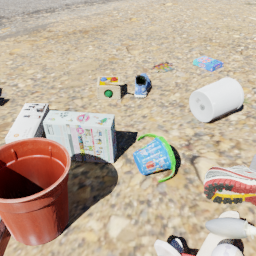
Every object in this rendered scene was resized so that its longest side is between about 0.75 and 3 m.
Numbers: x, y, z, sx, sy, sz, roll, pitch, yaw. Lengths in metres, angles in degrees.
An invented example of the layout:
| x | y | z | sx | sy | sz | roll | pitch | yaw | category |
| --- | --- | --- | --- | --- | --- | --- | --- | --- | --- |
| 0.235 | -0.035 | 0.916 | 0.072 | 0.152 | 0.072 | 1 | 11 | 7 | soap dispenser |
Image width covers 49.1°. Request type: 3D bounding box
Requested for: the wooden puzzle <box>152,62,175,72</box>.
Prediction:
| x | y | z | sx | sy | sz | roll | pitch | yaw | category |
| --- | --- | --- | --- | --- | --- | --- | --- | --- | --- |
| 2.059 | -3.469 | 16.143 | 1.553 | 0.109 | 0.921 | -26 | 43 | -32 | wooden puzzle |

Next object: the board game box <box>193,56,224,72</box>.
| x | y | z | sx | sy | sz | roll | pitch | yaw | category |
| --- | --- | --- | --- | --- | --- | --- | --- | --- | --- |
| 4.688 | -3.781 | 16.397 | 1.061 | 0.314 | 1.395 | -27 | 44 | -32 | board game box |

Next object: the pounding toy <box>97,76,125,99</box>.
| x | y | z | sx | sy | sz | roll | pitch | yaw | category |
| --- | --- | --- | --- | --- | --- | --- | --- | --- | --- |
| -0.810 | -1.987 | 13.328 | 1.297 | 1.002 | 1.409 | -1 | 36 | -1 | pounding toy |

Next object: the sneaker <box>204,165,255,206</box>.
| x | y | z | sx | sy | sz | roll | pitch | yaw | category |
| --- | --- | --- | --- | --- | --- | --- | --- | --- | --- |
| 3.689 | 1.589 | 8.311 | 2.809 | 1.093 | 1.154 | 7 | 35 | 8 | sneaker |

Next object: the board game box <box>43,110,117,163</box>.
| x | y | z | sx | sy | sz | roll | pitch | yaw | category |
| --- | --- | --- | --- | --- | --- | --- | --- | --- | --- |
| -1.560 | 0.319 | 9.533 | 2.235 | 1.649 | 0.718 | 4 | 39 | 7 | board game box |

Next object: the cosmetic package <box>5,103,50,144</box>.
| x | y | z | sx | sy | sz | roll | pitch | yaw | category |
| --- | --- | --- | --- | --- | --- | --- | --- | --- | --- |
| -3.880 | -0.119 | 11.065 | 1.026 | 0.629 | 2.485 | -1 | 36 | 0 | cosmetic package |

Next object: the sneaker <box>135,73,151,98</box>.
| x | y | z | sx | sy | sz | roll | pitch | yaw | category |
| --- | --- | --- | --- | --- | --- | --- | --- | --- | --- |
| 0.746 | -2.292 | 13.869 | 0.769 | 0.872 | 1.957 | 4 | 35 | 5 | sneaker |

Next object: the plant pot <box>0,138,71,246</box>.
| x | y | z | sx | sy | sz | roll | pitch | yaw | category |
| --- | --- | --- | --- | --- | --- | --- | --- | --- | --- |
| -2.441 | 1.739 | 7.223 | 2.177 | 2.117 | 2.177 | 0 | 36 | 0 | plant pot |

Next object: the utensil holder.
| x | y | z | sx | sy | sz | roll | pitch | yaw | category |
| --- | --- | --- | --- | --- | --- | --- | --- | --- | --- |
| 3.705 | -1.164 | 11.814 | 1.762 | 1.497 | 1.497 | -24 | 42 | -25 | utensil holder |

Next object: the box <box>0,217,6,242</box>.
| x | y | z | sx | sy | sz | roll | pitch | yaw | category |
| --- | --- | --- | --- | --- | --- | --- | --- | --- | --- |
| -4.043 | 2.961 | 6.947 | 1.467 | 0.448 | 1.852 | 1 | 35 | 1 | box |

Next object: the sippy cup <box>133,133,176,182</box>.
| x | y | z | sx | sy | sz | roll | pitch | yaw | category |
| --- | --- | --- | --- | --- | --- | --- | --- | --- | --- |
| 0.806 | 0.983 | 9.217 | 1.108 | 1.187 | 1.512 | -22 | 31 | -11 | sippy cup |

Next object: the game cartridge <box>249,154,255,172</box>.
| x | y | z | sx | sy | sz | roll | pitch | yaw | category |
| --- | --- | --- | --- | --- | --- | --- | --- | --- | --- |
| 4.806 | 1.421 | 9.277 | 1.416 | 0.272 | 0.918 | 21 | 45 | 26 | game cartridge |

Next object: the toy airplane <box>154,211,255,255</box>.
| x | y | z | sx | sy | sz | roll | pitch | yaw | category |
| --- | --- | --- | --- | --- | --- | --- | --- | --- | --- |
| 1.741 | 2.946 | 5.731 | 2.695 | 1.910 | 2.707 | -8 | 37 | -10 | toy airplane |
